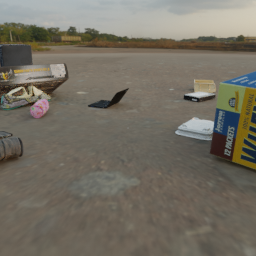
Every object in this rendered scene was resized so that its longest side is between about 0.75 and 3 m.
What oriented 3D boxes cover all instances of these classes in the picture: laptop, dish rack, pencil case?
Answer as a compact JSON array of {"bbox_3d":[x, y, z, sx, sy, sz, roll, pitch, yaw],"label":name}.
[{"bbox_3d":[-0.756,-1.202,10.919,1.271,0.656,1.126,8,19,23],"label":"laptop"},{"bbox_3d":[2.046,-0.021,7.933,1.087,0.276,1.267,11,20,32],"label":"dish rack"},{"bbox_3d":[-3.041,-0.685,9.667,0.489,0.489,1.118,-2,18,-6],"label":"pencil case"}]

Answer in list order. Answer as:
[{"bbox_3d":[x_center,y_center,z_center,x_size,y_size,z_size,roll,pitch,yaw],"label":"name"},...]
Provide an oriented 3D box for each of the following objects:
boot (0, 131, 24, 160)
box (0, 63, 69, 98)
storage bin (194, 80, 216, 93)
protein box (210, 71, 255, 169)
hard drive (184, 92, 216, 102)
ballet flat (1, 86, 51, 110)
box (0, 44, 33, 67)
[{"bbox_3d":[-3.496,0.369,6.193,2.246,0.784,1.478,23,24,28],"label":"boot"},{"bbox_3d":[-4.328,-1.965,11.839,2.992,0.723,2.370,-12,0,-32],"label":"box"},{"bbox_3d":[3.799,-2.085,13.909,1.014,0.479,1.022,3,18,11],"label":"storage bin"},{"bbox_3d":[3.440,-0.161,5.921,2.393,1.614,2.375,19,27,37],"label":"protein box"},{"bbox_3d":[3.100,-1.358,12.099,1.193,0.226,0.833,-13,22,-37],"label":"hard drive"},{"bbox_3d":[-3.931,-1.267,10.978,0.788,0.788,2.190,12,22,34],"label":"ballet flat"},{"bbox_3d":[-5.495,-2.959,13.748,1.376,2.220,2.182,-9,20,-25],"label":"box"}]
